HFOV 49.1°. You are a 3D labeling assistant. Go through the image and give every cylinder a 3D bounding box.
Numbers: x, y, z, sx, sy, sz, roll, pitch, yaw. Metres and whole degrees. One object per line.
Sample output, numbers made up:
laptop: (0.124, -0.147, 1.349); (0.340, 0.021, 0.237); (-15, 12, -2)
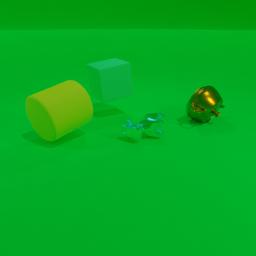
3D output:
cylinder: (-1.748, -0.455, 7.186); (1.228, 1.228, 1.228); (18, 38, 39)

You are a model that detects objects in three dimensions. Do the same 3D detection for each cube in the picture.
cube: (-0.592, -1.554, 9.031); (1.080, 1.080, 1.080); (-18, 27, -23)

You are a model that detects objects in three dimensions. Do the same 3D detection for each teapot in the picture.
teapot: (2.409, -0.664, 8.507); (0.922, 1.171, 1.884); (42, 33, 23)

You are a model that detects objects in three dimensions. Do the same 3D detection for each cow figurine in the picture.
cow figurine: (0.408, -0.061, 7.457); (1.090, 0.608, 1.108); (3, 25, 5)
